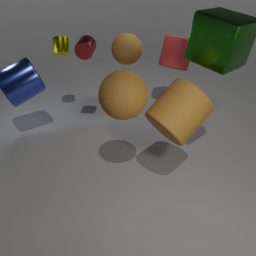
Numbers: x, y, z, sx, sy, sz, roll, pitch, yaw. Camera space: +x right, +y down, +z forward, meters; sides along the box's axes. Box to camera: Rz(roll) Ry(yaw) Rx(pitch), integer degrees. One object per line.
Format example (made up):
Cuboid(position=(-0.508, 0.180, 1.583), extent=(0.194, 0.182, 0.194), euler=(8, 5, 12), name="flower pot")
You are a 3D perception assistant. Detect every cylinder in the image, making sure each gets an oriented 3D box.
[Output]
Cuboid(position=(2.253, -3.511, 13.062), extent=(1.400, 1.400, 1.400), euler=(12, 17, -4), name="cylinder")
Cuboid(position=(-2.854, -3.491, 11.959), extent=(0.700, 0.700, 0.700), euler=(-4, -1, 0), name="cylinder")
Cuboid(position=(1.440, -0.447, 7.960), extent=(1.400, 1.400, 1.400), euler=(-48, 42, -4), name="cylinder")
Cuboid(position=(-4.084, -1.730, 10.625), extent=(1.400, 1.400, 1.400), euler=(-34, 39, -13), name="cylinder")
Cuboid(position=(-1.589, -3.016, 10.495), extent=(0.700, 0.700, 0.700), euler=(3, 39, 5), name="cylinder")

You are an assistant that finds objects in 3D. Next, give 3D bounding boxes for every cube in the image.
Cuboid(position=(2.705, -2.559, 8.109), extent=(1.400, 1.400, 1.400), euler=(34, 42, 32), name="cube")

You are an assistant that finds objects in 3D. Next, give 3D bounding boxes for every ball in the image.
Cuboid(position=(-0.135, -0.922, 7.889), extent=(1.400, 1.400, 1.400), euler=(0, 29, 0), name="ball")
Cuboid(position=(-0.052, -3.581, 12.722), extent=(1.400, 1.400, 1.400), euler=(0, 29, 0), name="ball")
